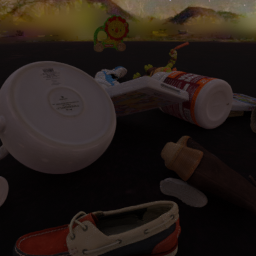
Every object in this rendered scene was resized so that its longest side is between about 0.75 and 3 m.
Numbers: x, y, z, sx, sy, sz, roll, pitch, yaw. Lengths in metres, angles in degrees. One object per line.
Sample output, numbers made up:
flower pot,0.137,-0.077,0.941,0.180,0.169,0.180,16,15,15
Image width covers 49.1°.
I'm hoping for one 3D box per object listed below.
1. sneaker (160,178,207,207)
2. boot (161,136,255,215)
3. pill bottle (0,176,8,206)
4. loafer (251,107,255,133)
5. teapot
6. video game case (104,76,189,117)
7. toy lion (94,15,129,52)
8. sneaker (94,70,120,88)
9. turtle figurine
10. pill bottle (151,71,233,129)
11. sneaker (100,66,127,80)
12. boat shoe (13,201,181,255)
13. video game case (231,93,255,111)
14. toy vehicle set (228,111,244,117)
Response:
sneaker,0.981,1.054,4.785,0.873,0.334,0.351,20,19,39
boot,1.496,0.835,4.977,1.689,0.735,2.031,32,7,18
pill bottle,-2.643,0.930,4.490,1.341,0.732,0.732,7,22,18
loafer,4.112,-0.395,8.059,0.837,0.755,2.212,15,41,34
teapot,-1.543,0.001,5.600,2.411,1.761,2.379,26,46,-16
video game case,-0.018,-0.683,7.187,2.501,0.286,2.276,-11,-8,33
toy lion,-0.417,-2.376,7.051,0.911,0.873,0.313,-6,16,-13
sneaker,-1.124,-1.483,10.520,1.253,1.084,2.891,-11,23,-14
turtle figurine,1.348,-2.408,12.109,2.960,0.953,2.387,-52,23,-10
pill bottle,1.742,-0.974,8.567,1.406,1.406,2.566,-13,24,-30
sneaker,-0.620,-2.730,14.543,1.736,0.651,0.752,-22,43,-38
boat shoe,-0.373,1.340,3.513,2.118,0.663,0.754,-4,23,-7
video game case,3.603,-0.911,9.505,2.528,0.228,1.810,-1,20,-27
toy vehicle set,3.048,-0.706,9.554,0.959,0.205,1.544,-6,22,-16
